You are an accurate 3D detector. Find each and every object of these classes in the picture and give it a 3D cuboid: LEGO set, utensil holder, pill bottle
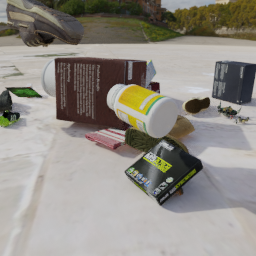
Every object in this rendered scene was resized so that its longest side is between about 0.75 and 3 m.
[{"bbox_3d":[4.196,-0.551,11.478,1.068,0.466,1.644,-1,34,3],"label":"LEGO set"},{"bbox_3d":[-2.705,-2.289,13.602,2.337,1.986,1.986,15,26,34],"label":"utensil holder"},{"bbox_3d":[0.250,-0.452,6.144,0.868,0.868,1.538,-18,33,-38],"label":"pill bottle"}]

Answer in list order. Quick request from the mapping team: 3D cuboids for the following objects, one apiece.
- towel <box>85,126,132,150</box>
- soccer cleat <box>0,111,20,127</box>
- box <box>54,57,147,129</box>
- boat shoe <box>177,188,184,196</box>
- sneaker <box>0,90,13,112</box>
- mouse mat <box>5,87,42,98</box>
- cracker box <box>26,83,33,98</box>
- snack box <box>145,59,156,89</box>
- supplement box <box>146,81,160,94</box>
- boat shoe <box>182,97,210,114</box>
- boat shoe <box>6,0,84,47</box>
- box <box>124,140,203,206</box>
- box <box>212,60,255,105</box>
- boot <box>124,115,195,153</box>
[{"bbox_3d":[-0.245,0.267,9.312,1.405,0.222,1.950,18,21,42],"label":"towel"},{"bbox_3d":[-4.597,-0.464,10.918,0.427,0.512,1.264,3,21,7],"label":"soccer cleat"},{"bbox_3d":[-0.989,-1.477,10.735,2.832,2.350,2.326,8,16,19],"label":"box"},{"bbox_3d":[1.028,1.295,6.687,0.333,0.341,0.903,-27,30,-1],"label":"boat shoe"},{"bbox_3d":[-5.771,-1.237,12.695,0.928,0.776,2.044,-16,21,-14],"label":"sneaker"},{"bbox_3d":[-3.766,-1.286,10.147,1.091,0.041,0.878,1,-18,14],"label":"mouse mat"},{"bbox_3d":[-5.184,-1.978,14.752,0.252,0.586,0.875,-5,21,-11],"label":"cracker box"},{"bbox_3d":[-0.078,-2.166,13.232,2.109,0.846,2.501,-3,38,34],"label":"snack box"},{"bbox_3d":[0.461,-2.065,14.583,1.264,0.707,2.323,-17,23,-30],"label":"supplement box"},{"bbox_3d":[2.893,-1.026,12.276,1.842,0.664,0.598,-17,17,-41],"label":"boat shoe"},{"bbox_3d":[-2.257,-2.662,7.433,2.965,1.087,1.104,36,26,33],"label":"boat shoe"},{"bbox_3d":[0.806,0.992,6.662,1.361,0.335,1.410,-39,33,-14],"label":"box"},{"bbox_3d":[5.171,-2.273,13.739,0.974,1.872,1.704,-12,24,-31],"label":"box"},{"bbox_3d":[1.433,0.221,8.735,2.204,0.832,2.516,27,27,32],"label":"boot"}]
